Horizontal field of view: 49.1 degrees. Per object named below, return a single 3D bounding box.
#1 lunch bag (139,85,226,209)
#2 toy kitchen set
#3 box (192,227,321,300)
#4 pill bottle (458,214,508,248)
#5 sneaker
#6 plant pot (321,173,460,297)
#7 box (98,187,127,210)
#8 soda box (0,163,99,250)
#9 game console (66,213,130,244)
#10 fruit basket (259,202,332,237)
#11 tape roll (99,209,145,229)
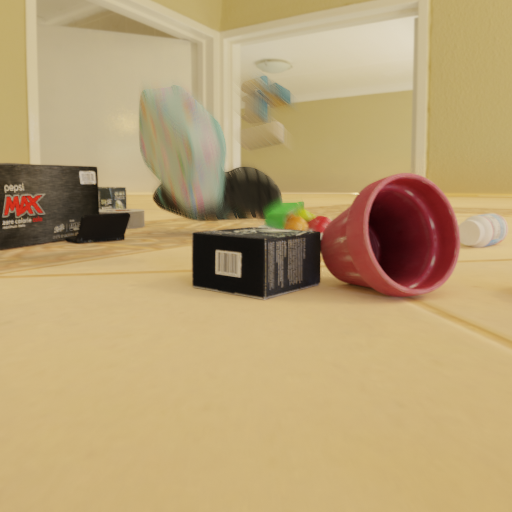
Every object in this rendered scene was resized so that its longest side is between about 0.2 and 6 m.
[{"bbox_3d":[-1.094,-1.563,8.068,0.666,1.386,1.728,-20,47,-26],"label":"lunch bag"},{"bbox_3d":[0.331,-2.531,10.135,0.765,1.299,1.041,-4,-8,35],"label":"toy kitchen set"},{"bbox_3d":[0.009,0.041,6.396,1.082,0.670,1.063,6,8,38],"label":"box"},{"bbox_3d":[4.093,-0.454,10.184,1.080,0.587,0.587,-8,12,-44],"label":"pill bottle"},{"bbox_3d":[-0.805,-1.340,12.371,3.099,1.168,1.228,5,-14,-36],"label":"sneaker"},{"bbox_3d":[1.363,-0.152,6.192,1.290,1.290,1.154,-4,-7,-28],"label":"plant pot"},{"bbox_3d":[-4.970,-1.388,15.331,1.887,0.992,2.304,3,8,21],"label":"box"},{"bbox_3d":[-4.939,-0.905,10.050,1.688,1.510,4.770,3,8,21],"label":"soda box"},{"bbox_3d":[-3.088,-0.557,10.913,1.007,0.586,0.885,-6,10,-40],"label":"game console"},{"bbox_3d":[0.906,-0.471,10.016,1.436,0.673,1.330,20,27,18],"label":"fruit basket"},{"bbox_3d":[-3.498,-0.937,14.147,1.338,0.442,1.338,1,9,0],"label":"tape roll"}]
